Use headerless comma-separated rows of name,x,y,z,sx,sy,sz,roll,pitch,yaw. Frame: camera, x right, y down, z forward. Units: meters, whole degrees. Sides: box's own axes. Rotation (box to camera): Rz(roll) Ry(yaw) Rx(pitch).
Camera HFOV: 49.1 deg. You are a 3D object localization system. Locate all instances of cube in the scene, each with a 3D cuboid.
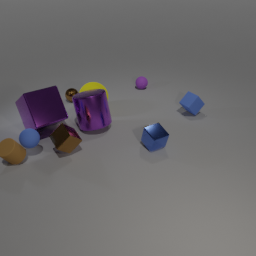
cube,2.945,-1.139,12.915,0.700,0.700,0.700,-51,39,2
cube,-2.210,0.377,9.962,0.700,0.700,0.700,49,10,32
cube,-3.500,-0.737,11.345,1.400,1.400,1.400,-22,4,-35
cube,0.997,0.352,10.430,0.700,0.700,0.700,-19,53,-26

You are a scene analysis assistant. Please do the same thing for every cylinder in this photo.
cylinder,-3.970,0.803,9.551,0.700,0.700,0.700,-8,58,13
cylinder,-1.482,-0.771,11.636,1.400,1.400,1.400,-10,20,4

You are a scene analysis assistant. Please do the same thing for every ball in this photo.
ball,-3.464,0.364,9.848,0.700,0.700,0.700,0,29,0
ball,0.772,-2.569,15.857,0.700,0.700,0.700,0,29,0
ball,-1.616,-1.452,13.144,1.400,1.400,1.400,0,29,0
ball,-2.854,-1.687,14.285,0.700,0.700,0.700,0,29,0
